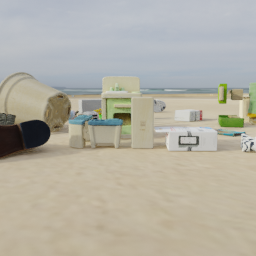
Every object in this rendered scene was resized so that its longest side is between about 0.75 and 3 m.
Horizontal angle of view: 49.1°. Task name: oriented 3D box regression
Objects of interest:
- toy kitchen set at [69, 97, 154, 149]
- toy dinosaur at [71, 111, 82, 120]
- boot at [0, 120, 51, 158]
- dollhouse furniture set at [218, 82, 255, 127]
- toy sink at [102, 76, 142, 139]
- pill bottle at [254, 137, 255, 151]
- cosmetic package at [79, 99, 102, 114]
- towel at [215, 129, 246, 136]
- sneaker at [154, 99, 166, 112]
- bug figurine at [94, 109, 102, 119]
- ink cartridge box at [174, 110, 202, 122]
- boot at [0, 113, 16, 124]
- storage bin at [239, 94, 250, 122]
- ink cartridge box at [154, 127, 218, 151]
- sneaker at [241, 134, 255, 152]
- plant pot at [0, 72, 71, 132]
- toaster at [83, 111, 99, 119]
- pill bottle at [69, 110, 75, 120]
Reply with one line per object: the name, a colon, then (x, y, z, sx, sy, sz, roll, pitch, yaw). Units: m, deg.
toy kitchen set: (-0.464, -0.242, 8.134, 2.302, 1.356, 1.844, 0, 8, 1)
toy dinosaur: (-2.430, -0.491, 13.374, 0.843, 0.572, 0.431, 3, -33, 18)
boot: (-3.239, 0.335, 6.605, 2.522, 0.942, 1.222, -3, -8, -41)
dollhouse furniture set: (5.348, -1.013, 11.876, 2.849, 1.866, 1.430, 1, 7, 12)
toy sink: (-0.202, -0.697, 9.129, 1.297, 1.990, 1.115, 0, 7, -3)
pill bottle: (3.424, 0.403, 6.244, 0.586, 0.586, 1.044, -7, 11, -43)
cosmetic package: (-2.277, -1.408, 18.247, 1.789, 0.956, 0.807, -2, 9, -24)
towel: (3.458, 0.151, 9.857, 0.795, 0.118, 1.084, -5, 9, -37)
sneaker: (1.340, -1.587, 19.502, 2.326, 0.928, 1.514, -13, 20, -17)
bug figurine: (-0.238, -0.779, 14.348, 2.309, 0.766, 2.977, -1, 9, 41)
ink cartridge box: (3.057, -0.642, 14.150, 0.900, 0.522, 1.248, 7, 11, 42)
boot: (-4.325, -0.111, 9.261, 1.209, 0.790, 0.410, -2, 8, -16)
storage bin: (7.194, -1.065, 14.262, 2.836, 1.339, 2.857, 2, 8, 19)
ink cartridge box: (1.477, 0.274, 7.415, 1.532, 0.520, 0.889, 1, 8, 2)
sneaker: (3.243, 0.386, 7.208, 0.603, 0.370, 0.926, 4, 9, 17)
plant pot: (-3.406, -0.818, 10.609, 2.067, 2.258, 2.258, 17, 14, 25)
toaster: (-1.779, -0.557, 13.746, 0.852, 0.484, 0.551, -5, 13, -26)
pill bottle: (-3.157, -0.640, 14.284, 0.897, 0.488, 0.488, -7, 11, -39)
